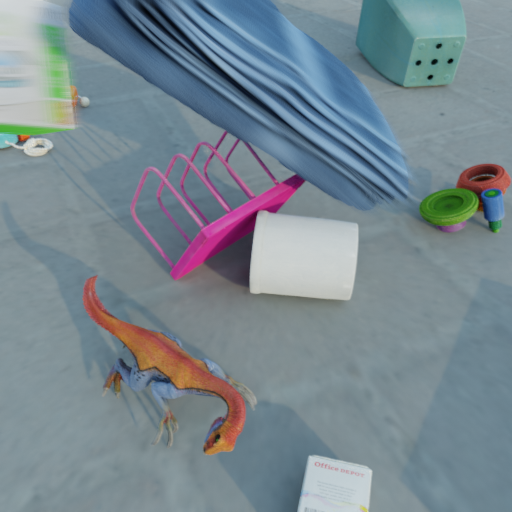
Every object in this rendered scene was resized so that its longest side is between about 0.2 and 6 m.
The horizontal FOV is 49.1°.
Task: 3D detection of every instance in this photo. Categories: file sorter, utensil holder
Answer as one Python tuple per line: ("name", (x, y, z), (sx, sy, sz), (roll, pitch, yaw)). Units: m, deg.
("file sorter", (-0.588, -0.916, 8.315), (2.109, 1.466, 1.323), (-34, 83, -35))
("utensil holder", (0.662, 0.007, 7.788), (1.375, 1.168, 1.168), (5, 39, 5))

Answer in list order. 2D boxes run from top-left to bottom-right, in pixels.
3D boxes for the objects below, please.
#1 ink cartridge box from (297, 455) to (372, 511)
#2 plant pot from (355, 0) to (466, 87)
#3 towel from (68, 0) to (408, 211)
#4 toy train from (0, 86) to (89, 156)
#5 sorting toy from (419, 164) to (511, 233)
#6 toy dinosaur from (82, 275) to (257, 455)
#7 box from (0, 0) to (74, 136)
("ink cartridge box", (0.731, 2.442, 5.364), (0.644, 0.388, 0.886), (9, 41, 10))
("plant pot", (4.022, -5.636, 14.274), (2.033, 2.034, 2.878), (-5, 49, -7))
("towel", (0.075, -2.339, 6.778), (4.510, 1.094, 2.518), (24, 38, -37))
("toy train", (-4.954, -3.184, 12.037), (2.202, 0.815, 2.932), (-1, 38, -1))
("sorting toy", (3.581, -0.798, 9.283), (1.813, 0.744, 1.089), (-36, 34, -21))
("toy dinosaur", (-0.971, 1.303, 5.924), (1.955, 2.154, 1.131), (-3, 42, 51))
("box", (-2.890, -2.087, 6.020), (0.792, 1.445, 1.638), (0, 7, 26))
